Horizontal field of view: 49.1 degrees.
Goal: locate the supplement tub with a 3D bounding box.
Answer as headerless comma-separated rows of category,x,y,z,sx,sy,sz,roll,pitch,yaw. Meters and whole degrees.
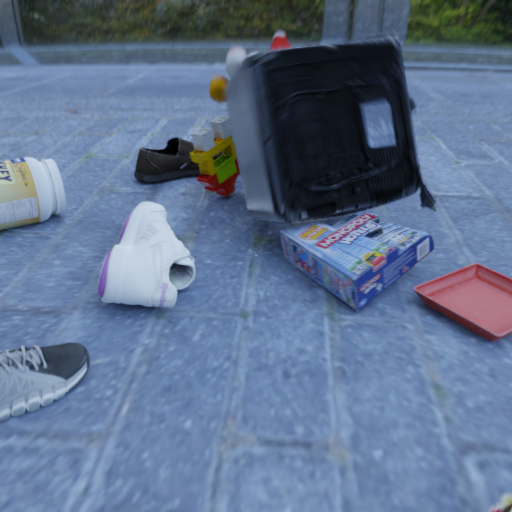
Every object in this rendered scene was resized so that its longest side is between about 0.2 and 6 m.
supplement tub,-5.315,-1.344,12.141,2.004,1.447,1.447,-16,31,-29

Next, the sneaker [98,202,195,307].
sneaker,-1.817,0.033,10.124,1.515,1.139,3.041,13,30,-6

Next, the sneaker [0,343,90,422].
sneaker,-3.155,1.338,6.982,0.844,1.299,2.250,24,36,38

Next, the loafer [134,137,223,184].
loafer,-1.963,-2.727,15.311,2.875,1.026,1.049,-20,33,-34

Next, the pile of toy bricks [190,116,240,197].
pile of toy bricks,0.789,-2.794,14.119,2.631,2.342,4.743,15,42,35

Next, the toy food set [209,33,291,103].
toy food set,0.351,-4.152,12.619,2.812,1.342,1.265,0,44,-1

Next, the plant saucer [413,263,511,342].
plant saucer,3.760,0.771,9.211,1.693,0.311,1.690,-17,32,-29

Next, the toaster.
toaster,1.388,-2.290,11.177,3.260,3.605,2.139,-14,7,-16

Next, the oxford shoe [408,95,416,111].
oxford shoe,2.567,-3.821,12.864,2.185,0.922,0.794,40,37,-9

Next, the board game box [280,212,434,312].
board game box,1.658,-0.167,10.264,2.250,0.694,2.248,-33,37,-32

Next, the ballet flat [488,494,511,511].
ballet flat,2.006,2.679,4.893,2.384,0.762,0.902,-22,42,-35
